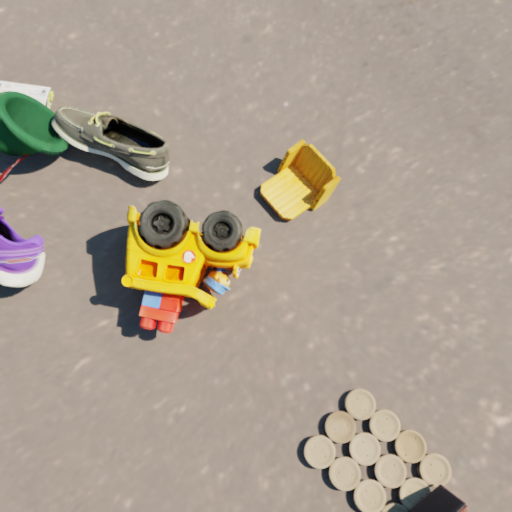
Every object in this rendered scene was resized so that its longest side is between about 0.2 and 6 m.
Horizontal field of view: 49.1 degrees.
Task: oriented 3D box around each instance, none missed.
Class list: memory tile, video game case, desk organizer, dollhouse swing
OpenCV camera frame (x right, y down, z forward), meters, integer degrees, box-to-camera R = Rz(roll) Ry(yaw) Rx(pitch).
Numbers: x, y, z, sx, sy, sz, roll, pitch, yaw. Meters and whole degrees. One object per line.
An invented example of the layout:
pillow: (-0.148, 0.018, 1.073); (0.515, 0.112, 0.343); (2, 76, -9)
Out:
memory tile: (2.085, 3.524, 9.662); (2.193, 0.184, 1.681); (40, 75, 14)
video game case: (-5.216, -3.037, 11.943); (1.507, 0.270, 1.366); (8, 76, 2)
desk organizer: (2.351, 4.959, 8.678); (2.710, 0.972, 1.043); (-36, 89, -7)
dollhouse swing: (0.800, -1.467, 11.106); (1.013, 1.047, 1.153); (-30, 72, -32)

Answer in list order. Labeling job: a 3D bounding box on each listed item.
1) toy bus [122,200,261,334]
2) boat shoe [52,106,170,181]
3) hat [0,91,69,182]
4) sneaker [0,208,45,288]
toy bus: (-1.238, 0.284, 10.208); (2.404, 1.631, 2.308); (8, 83, 0)
boat shoe: (-2.931, -2.466, 11.366); (2.663, 0.796, 0.952); (27, 45, 7)
hat: (-4.982, -2.174, 11.328); (1.664, 1.891, 1.566); (-41, 92, 23)
sneaker: (-5.276, -0.454, 10.450); (2.931, 1.182, 1.223); (20, 101, 0)
